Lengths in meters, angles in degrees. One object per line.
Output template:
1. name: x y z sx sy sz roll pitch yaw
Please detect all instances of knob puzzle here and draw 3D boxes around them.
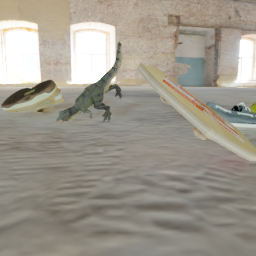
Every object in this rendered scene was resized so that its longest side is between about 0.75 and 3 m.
1. knob puzzle: 1.131 -0.184 4.717 2.836 0.393 2.836 34 17 -12

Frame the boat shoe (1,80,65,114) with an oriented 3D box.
1. boat shoe: -3.432 -0.872 10.097 2.663 1.014 0.954 -9 46 32

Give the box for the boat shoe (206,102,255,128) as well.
1. boat shoe: 2.975 -0.345 7.365 2.190 0.677 0.798 0 1 -15

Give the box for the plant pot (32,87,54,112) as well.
1. plant pot: -3.561 -1.075 11.523 1.041 0.975 0.975 18 5 -18

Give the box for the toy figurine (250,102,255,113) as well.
1. toy figurine: 5.187 -1.051 8.358 2.596 1.555 1.369 7 -7 41

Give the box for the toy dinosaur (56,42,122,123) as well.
1. toy dinosaur: -0.788 -0.982 8.227 1.284 2.913 0.691 37 5 -46
